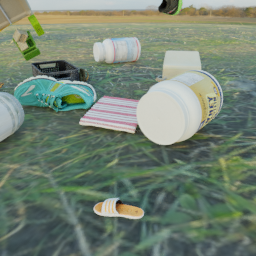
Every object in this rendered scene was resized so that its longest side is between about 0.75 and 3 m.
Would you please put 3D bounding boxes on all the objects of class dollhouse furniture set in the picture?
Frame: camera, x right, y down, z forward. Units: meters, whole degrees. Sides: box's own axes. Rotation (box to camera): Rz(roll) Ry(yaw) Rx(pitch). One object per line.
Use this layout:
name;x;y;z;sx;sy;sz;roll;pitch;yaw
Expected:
dollhouse furniture set;-3.497;-3.301;8.529;1.299;2.598;1.003;-32;67;-7

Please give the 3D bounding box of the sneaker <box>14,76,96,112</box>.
sneaker;-2.613;-1.147;9.912;2.930;1.136;1.167;0;34;-1

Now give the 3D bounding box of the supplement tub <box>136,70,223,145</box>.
supplement tub;1.493;-0.619;7.947;1.712;1.712;2.371;18;30;33

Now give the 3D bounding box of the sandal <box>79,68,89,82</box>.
sandal;-2.124;-2.479;13.438;0.448;0.671;1.642;16;13;-18

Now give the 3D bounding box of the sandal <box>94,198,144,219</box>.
sandal;-0.166;1.450;5.213;0.943;0.270;0.361;4;25;8

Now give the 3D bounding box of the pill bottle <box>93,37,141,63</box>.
pill bottle;-0.680;-4.690;17.000;2.653;1.443;1.443;-11;27;-22

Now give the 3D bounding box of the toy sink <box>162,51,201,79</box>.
toy sink;2.348;-2.475;12.424;1.534;1.319;2.354;4;30;8

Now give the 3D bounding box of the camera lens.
camera lens;-3.768;-0.190;7.532;1.276;1.276;1.595;8;26;17

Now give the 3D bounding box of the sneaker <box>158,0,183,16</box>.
sneaker;1.032;-3.383;6.624;0.653;1.558;0.598;-6;50;-8

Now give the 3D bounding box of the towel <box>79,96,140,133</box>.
towel;-0.346;-0.466;9.307;1.759;0.359;2.403;8;27;12

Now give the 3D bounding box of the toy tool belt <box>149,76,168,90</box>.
toy tool belt;1.336;-1.408;10.360;1.016;1.000;1.627;38;29;-6

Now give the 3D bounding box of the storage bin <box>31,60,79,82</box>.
storage bin;-3.131;-2.162;12.054;1.532;1.062;2.266;-13;27;-26

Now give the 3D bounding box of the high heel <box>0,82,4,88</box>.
high heel;-5.668;-1.676;11.810;0.902;0.322;0.643;-24;24;-12
